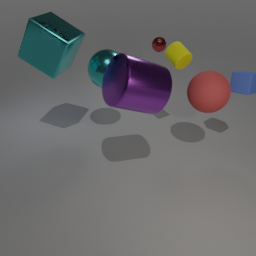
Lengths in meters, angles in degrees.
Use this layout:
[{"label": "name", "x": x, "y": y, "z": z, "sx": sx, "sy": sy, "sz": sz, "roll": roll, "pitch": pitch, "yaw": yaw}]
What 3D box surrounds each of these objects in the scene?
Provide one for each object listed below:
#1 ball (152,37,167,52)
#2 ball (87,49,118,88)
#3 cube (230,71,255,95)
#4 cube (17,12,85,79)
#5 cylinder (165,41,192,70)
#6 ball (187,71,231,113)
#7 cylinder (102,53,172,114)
[{"label": "ball", "x": 1.482, "y": -3.967, "z": 13.320, "sx": 0.700, "sy": 0.700, "sz": 0.700, "roll": 0, "pitch": 32, "yaw": 0}, {"label": "ball", "x": -0.754, "y": -2.115, "z": 10.097, "sx": 1.400, "sy": 1.400, "sz": 1.400, "roll": 0, "pitch": 32, "yaw": 0}, {"label": "cube", "x": 4.018, "y": -1.568, "z": 9.658, "sx": 0.700, "sy": 0.700, "sz": 0.700, "roll": 20, "pitch": 23, "yaw": 41}, {"label": "cube", "x": -2.506, "y": -2.747, "z": 9.252, "sx": 1.400, "sy": 1.400, "sz": 1.400, "roll": 32, "pitch": 33, "yaw": -4}, {"label": "cylinder", "x": 1.769, "y": -2.537, "z": 9.812, "sx": 0.700, "sy": 0.700, "sz": 0.700, "roll": -18, "pitch": 60, "yaw": -27}, {"label": "ball", "x": 2.678, "y": -1.198, "z": 9.323, "sx": 1.400, "sy": 1.400, "sz": 1.400, "roll": 0, "pitch": 32, "yaw": 0}, {"label": "cylinder", "x": 0.223, "y": -1.152, "z": 7.543, "sx": 1.400, "sy": 1.400, "sz": 1.400, "roll": 8, "pitch": 25, "yaw": -32}]
